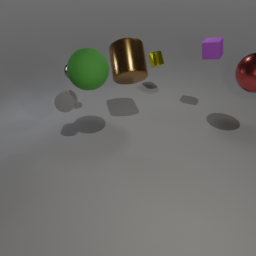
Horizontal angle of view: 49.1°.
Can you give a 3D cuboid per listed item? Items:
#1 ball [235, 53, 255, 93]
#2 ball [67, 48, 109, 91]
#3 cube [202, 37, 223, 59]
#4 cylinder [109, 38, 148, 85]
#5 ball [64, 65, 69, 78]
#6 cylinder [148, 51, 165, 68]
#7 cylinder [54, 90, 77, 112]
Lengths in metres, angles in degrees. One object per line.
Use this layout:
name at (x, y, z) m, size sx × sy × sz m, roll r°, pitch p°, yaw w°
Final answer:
ball at (4.499, -1.927, 9.816) m, size 1.400 × 1.400 × 1.400 m, roll 0°, pitch 31°, yaw 0°
ball at (-1.333, -1.959, 9.377) m, size 1.400 × 1.400 × 1.400 m, roll 0°, pitch 31°, yaw 0°
cube at (3.451, -3.238, 11.392) m, size 0.700 × 0.700 × 0.700 m, roll 7°, pitch 33°, yaw 28°
cylinder at (0.015, -2.623, 11.139) m, size 1.400 × 1.400 × 1.400 m, roll -8°, pitch -11°, yaw -1°
ball at (-2.318, -2.381, 11.739) m, size 0.700 × 0.700 × 0.700 m, roll 0°, pitch 31°, yaw 0°
cylinder at (1.445, -3.483, 14.272) m, size 0.700 × 0.700 × 0.700 m, roll -15°, pitch 3°, yaw 1°
cylinder at (-2.234, -0.984, 10.131) m, size 0.700 × 0.700 × 0.700 m, roll 0°, pitch 18°, yaw -1°
